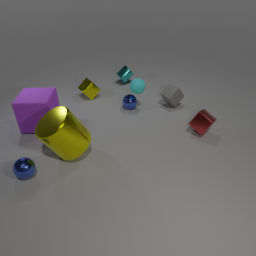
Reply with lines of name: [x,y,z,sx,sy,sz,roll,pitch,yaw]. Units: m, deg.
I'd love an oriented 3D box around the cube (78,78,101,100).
cube: [-1.941,-1.957,13.992,0.700,0.700,0.700,-50,44,0]

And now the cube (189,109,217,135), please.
cube: [2.987,-0.247,11.187,0.700,0.700,0.700,43,30,15]

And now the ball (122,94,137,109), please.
ball: [0.087,-1.230,13.090,0.700,0.700,0.700,0,32,0]

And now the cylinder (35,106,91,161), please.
cylinder: [-2.220,0.193,9.708,1.400,1.400,1.400,-21,43,20]

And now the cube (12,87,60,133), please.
cube: [-3.682,-0.739,11.523,1.400,1.400,1.400,-1,34,4]

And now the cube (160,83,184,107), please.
cube: [2.080,-1.557,13.206,0.700,0.700,0.700,-49,44,-3]

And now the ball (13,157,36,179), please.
ball: [-3.362,1.299,9.078,0.700,0.700,0.700,0,32,0]

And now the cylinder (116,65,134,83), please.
cylinder: [-0.167,-2.985,15.456,0.700,0.700,0.700,-44,37,6]

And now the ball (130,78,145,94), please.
ball: [0.433,-1.882,12.623,0.700,0.700,0.700,0,32,0]
